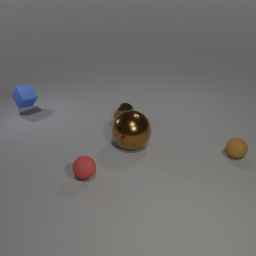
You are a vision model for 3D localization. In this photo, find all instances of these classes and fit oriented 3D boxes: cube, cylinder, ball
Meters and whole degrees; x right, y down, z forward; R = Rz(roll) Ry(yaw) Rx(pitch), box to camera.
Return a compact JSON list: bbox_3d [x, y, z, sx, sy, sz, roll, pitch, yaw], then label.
[{"bbox_3d":[-4.455,-1.362,12.101,0.700,0.700,0.700,-19,76,-46],"label":"cube"},{"bbox_3d":[-0.163,-0.598,11.741,0.700,0.700,0.700,7,33,13],"label":"cylinder"},{"bbox_3d":[-1.306,1.178,8.400,0.700,0.700,0.700,0,29,0],"label":"ball"},{"bbox_3d":[3.664,0.679,9.433,0.700,0.700,0.700,0,29,0],"label":"ball"},{"bbox_3d":[0.122,0.073,9.866,1.400,1.400,1.400,0,29,0],"label":"ball"}]
